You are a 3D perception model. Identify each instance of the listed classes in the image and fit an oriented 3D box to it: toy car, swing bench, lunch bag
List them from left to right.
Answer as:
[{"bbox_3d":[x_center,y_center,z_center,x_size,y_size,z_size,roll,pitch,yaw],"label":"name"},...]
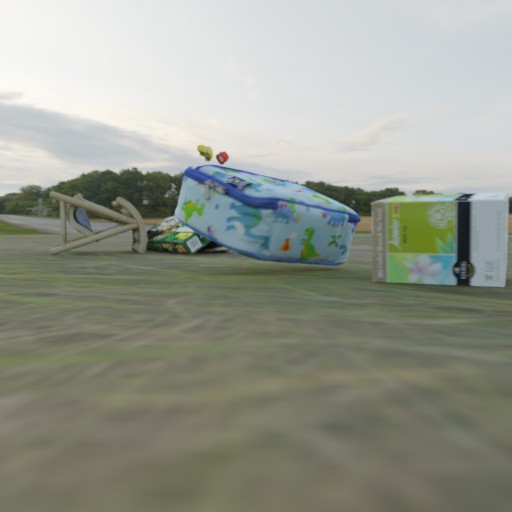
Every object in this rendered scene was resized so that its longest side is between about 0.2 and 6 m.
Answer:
[{"bbox_3d":[-3.286,-0.657,11.678,1.868,1.212,1.858,-1,2,-18],"label":"swing bench"},{"bbox_3d":[-0.745,-1.794,11.163,0.204,0.862,0.916,-25,-17,32],"label":"toy car"},{"bbox_3d":[0.117,-0.511,6.743,1.972,0.813,1.585,6,16,-39],"label":"lunch bag"}]

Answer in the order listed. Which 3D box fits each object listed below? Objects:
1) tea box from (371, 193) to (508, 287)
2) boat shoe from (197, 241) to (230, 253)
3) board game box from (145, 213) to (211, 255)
[{"bbox_3d":[1.805,-0.189,5.433,1.160,0.788,1.180,0,8,24],"label":"tea box"},{"bbox_3d":[-1.036,-0.364,12.193,0.656,0.554,1.840,-1,3,-26],"label":"boat shoe"},{"bbox_3d":[-1.466,-0.634,12.196,1.633,0.366,3.117,-34,18,-23],"label":"board game box"}]
